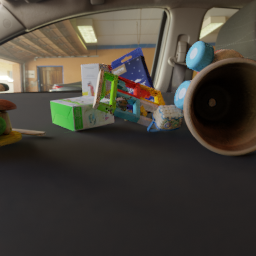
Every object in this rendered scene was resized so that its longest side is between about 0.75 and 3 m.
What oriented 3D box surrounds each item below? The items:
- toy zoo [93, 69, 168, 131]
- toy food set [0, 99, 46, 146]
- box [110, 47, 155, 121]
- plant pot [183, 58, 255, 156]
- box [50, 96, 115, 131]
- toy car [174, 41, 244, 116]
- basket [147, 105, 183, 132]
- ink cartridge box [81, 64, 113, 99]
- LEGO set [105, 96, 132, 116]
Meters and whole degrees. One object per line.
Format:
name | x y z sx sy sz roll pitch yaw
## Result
toy zoo | 0.227 -0.810 8.442 2.473 0.253 1.622 17 44 -16
toy food set | -3.389 -0.175 6.349 1.746 0.969 2.968 7 9 17
box | 0.171 -1.591 10.194 1.446 2.387 0.387 -21 -8 30
plant pot | 2.024 -0.484 6.045 1.891 1.891 1.649 0 8 -1
box | -1.502 -0.550 9.163 1.480 0.811 1.677 -12 17 -36
toy car | 2.218 -1.108 8.438 2.283 2.190 2.477 18 -4 -22
basket | 1.050 -0.196 7.890 0.857 0.676 0.972 -6 -28 -17
ink cartridge box | -1.260 -1.692 12.527 0.922 2.211 1.605 2 9 22
LEGO set | -0.229 -0.575 7.503 0.845 0.239 0.549 -19 60 -21
